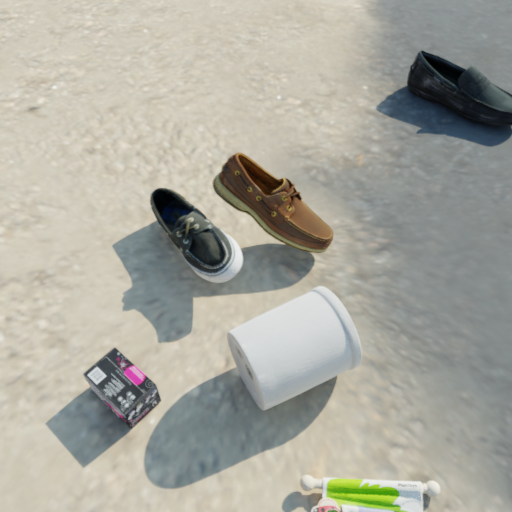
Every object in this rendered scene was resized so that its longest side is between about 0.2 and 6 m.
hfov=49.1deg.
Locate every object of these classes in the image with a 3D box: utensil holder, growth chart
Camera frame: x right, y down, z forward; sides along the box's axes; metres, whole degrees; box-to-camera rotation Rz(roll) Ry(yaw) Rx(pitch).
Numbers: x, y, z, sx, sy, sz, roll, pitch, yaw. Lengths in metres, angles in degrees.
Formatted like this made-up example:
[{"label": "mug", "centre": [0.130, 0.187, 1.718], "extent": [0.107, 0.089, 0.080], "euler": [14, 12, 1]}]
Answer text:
[{"label": "utensil holder", "centre": [0.627, 1.597, 9.619], "extent": [1.839, 1.563, 1.563], "euler": [-24, 55, -15]}, {"label": "growth chart", "centre": [2.027, 4.795, 7.818], "extent": [2.508, 0.307, 3.465], "euler": [-2, 52, -3]}]

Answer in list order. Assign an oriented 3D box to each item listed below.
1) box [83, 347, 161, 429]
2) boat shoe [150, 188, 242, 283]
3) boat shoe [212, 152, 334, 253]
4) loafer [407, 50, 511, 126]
[{"label": "box", "centre": [-2.294, 2.275, 9.629], "extent": [1.125, 0.646, 0.744], "euler": [34, 60, 26]}, {"label": "boat shoe", "centre": [-1.346, -0.474, 11.350], "extent": [1.004, 0.828, 2.925], "euler": [-47, 47, 0]}, {"label": "boat shoe", "centre": [0.440, -1.071, 11.406], "extent": [2.779, 0.938, 1.000], "euler": [34, 39, -1]}, {"label": "loafer", "centre": [5.542, -4.419, 14.736], "extent": [3.296, 1.157, 1.119], "euler": [32, 56, 23]}]
